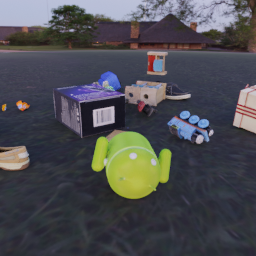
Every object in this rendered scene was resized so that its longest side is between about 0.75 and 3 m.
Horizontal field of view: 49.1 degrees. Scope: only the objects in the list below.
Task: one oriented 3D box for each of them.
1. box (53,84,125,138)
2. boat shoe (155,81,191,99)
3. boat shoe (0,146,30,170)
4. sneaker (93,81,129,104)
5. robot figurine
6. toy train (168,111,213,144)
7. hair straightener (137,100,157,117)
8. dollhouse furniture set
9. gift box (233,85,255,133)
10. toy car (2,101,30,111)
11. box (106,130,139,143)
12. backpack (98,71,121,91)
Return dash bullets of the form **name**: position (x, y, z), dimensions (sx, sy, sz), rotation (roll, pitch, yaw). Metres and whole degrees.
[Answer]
- **box**: position (-1.564, -0.797, 10.996), dimensions (1.929, 1.360, 2.607), rotation (-14, 25, -33)
- **boat shoe**: position (2.346, -2.104, 15.505), dimensions (0.958, 0.799, 2.567), rotation (-13, 25, -37)
- **boat shoe**: position (-3.722, 0.712, 7.695), dimensions (1.970, 0.750, 0.706), rotation (-1, 20, -4)
- **sneaker**: position (-1.026, -1.722, 13.860), dimensions (2.600, 1.152, 1.000), rotation (17, 26, 39)
- **robot figurine**: position (0.075, 0.843, 6.647), dimensions (1.838, 1.212, 2.095), rotation (14, 16, -11)
- **toy train**: position (2.126, 0.024, 9.556), dimensions (0.872, 0.662, 1.527), rotation (-44, 45, -14)
- **hair straightener**: position (0.817, -0.839, 12.510), dimensions (0.910, 0.484, 2.364), rotation (29, 5, -10)
- **dollhouse furniture set**: position (0.933, -2.592, 14.385), dimensions (1.712, 2.444, 1.722), rotation (8, 21, 22)
- **gift box**: position (5.017, -0.680, 10.495), dimensions (1.744, 1.610, 1.629), rotation (-15, 31, -39)
- **toy car**: position (-5.238, -0.908, 13.097), dimensions (1.186, 0.582, 0.395), rotation (-13, 62, 11)
- **box**: position (-0.243, 0.356, 9.622), dimensions (0.945, 0.123, 1.156), rotation (8, 21, 19)
- **backpack**: position (-1.074, -2.660, 16.747), dimensions (1.103, 1.068, 1.314), rotation (-37, 32, -14)
